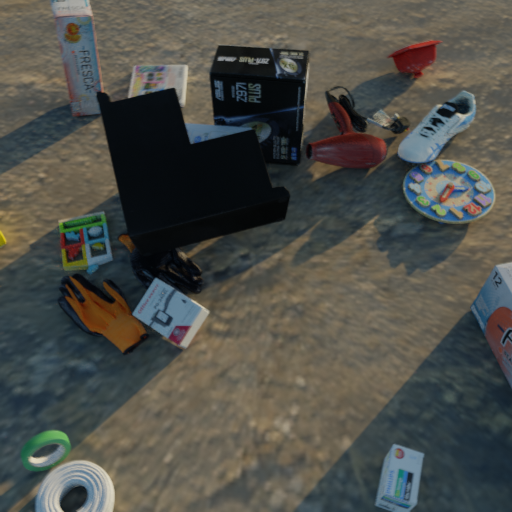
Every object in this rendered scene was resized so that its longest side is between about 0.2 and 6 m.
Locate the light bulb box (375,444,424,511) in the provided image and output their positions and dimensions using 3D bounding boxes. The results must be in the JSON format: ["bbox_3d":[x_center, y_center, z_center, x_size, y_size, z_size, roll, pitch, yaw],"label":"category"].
[{"bbox_3d":[2.045,3.202,7.999,0.459,0.736,0.729,15,56,11],"label":"light bulb box"}]

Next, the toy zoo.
[{"bbox_3d":[-3.303,-0.224,10.847,0.915,0.143,1.394,-13,55,-9],"label":"toy zoo"}]

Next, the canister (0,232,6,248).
[{"bbox_3d":[-5.728,-0.158,10.469,1.213,0.707,1.633,35,60,22],"label":"canister"}]

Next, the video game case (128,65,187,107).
[{"bbox_3d":[-2.391,-4.156,13.687,1.338,0.174,1.470,-1,55,0],"label":"video game case"}]

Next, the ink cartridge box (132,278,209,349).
[{"bbox_3d":[-1.472,0.980,9.619,1.056,0.440,0.767,30,83,18],"label":"ink cartridge box"}]

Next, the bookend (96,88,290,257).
[{"bbox_3d":[-1.160,-1.781,10.285,2.815,1.305,2.833,-16,76,-5],"label":"bookend"}]

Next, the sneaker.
[{"bbox_3d":[3.916,-2.802,12.230,0.888,0.895,2.470,32,59,32],"label":"sneaker"}]

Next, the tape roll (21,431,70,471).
[{"bbox_3d":[-3.101,2.881,8.258,0.675,0.675,0.162,-26,45,-18],"label":"tape roll"}]

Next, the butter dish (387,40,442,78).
[{"bbox_3d":[3.942,-4.801,13.838,1.059,0.785,1.062,-17,13,-16],"label":"butter dish"}]

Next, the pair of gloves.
[{"bbox_3d":[-2.268,0.546,10.213,2.125,0.295,2.385,36,59,24],"label":"pair of gloves"}]

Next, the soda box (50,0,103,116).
[{"bbox_3d":[-3.897,-4.330,12.381,0.782,2.460,0.841,-10,54,-16],"label":"soda box"}]

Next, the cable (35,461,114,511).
[{"bbox_3d":[-2.592,3.506,7.994,1.099,0.381,1.099,-2,54,-1],"label":"cable"}]

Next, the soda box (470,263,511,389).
[{"bbox_3d":[4.974,2.091,8.399,1.502,1.396,4.392,-10,54,-8],"label":"soda box"}]

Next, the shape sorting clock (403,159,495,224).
[{"bbox_3d":[3.969,-1.368,11.544,1.843,0.362,1.843,0,54,0],"label":"shape sorting clock"}]

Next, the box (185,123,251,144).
[{"bbox_3d":[-1.058,-2.009,11.565,1.891,1.064,0.959,6,55,5],"label":"box"}]

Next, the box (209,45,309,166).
[{"bbox_3d":[0.092,-3.060,11.583,1.860,2.271,0.978,7,54,5],"label":"box"}]

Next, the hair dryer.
[{"bbox_3d":[1.969,-2.665,12.285,2.065,0.737,2.712,31,48,18],"label":"hair dryer"}]
